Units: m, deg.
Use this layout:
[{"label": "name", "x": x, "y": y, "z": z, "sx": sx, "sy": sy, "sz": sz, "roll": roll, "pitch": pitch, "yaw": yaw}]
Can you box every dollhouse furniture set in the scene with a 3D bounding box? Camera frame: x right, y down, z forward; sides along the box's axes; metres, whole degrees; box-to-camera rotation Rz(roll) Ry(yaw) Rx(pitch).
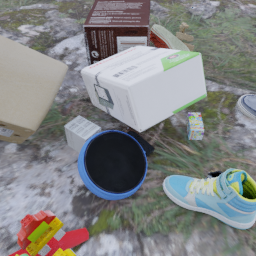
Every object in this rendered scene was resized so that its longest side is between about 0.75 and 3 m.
[{"label": "dollhouse furniture set", "x": 2.546, "y": -3.858, "z": 12.039, "sx": 0.872, "sy": 1.018, "sz": 1.071, "roll": 19, "pitch": 32, "yaw": 12}]

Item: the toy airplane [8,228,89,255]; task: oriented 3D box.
[{"label": "toy airplane", "x": -1.681, "y": 2.695, "z": 5.538, "sx": 2.010, "sy": 0.370, "sz": 2.010, "roll": -1, "pitch": 44, "yaw": 1}]

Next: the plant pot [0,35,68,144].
[{"label": "plant pot", "x": -2.990, "y": -0.762, "z": 6.952, "sx": 2.076, "sy": 2.074, "sz": 1.838, "roll": 21, "pitch": 62, "yaw": -30}]

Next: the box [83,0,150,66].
[{"label": "box", "x": -0.264, "y": -3.320, "z": 10.451, "sx": 2.163, "sy": 2.185, "sz": 2.634, "roll": 1, "pitch": 43, "yaw": 4}]

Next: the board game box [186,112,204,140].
[{"label": "board game box", "x": 1.997, "y": -0.059, "z": 8.375, "sx": 0.403, "sy": 0.410, "sz": 0.782, "roll": 2, "pitch": 44, "yaw": 3}]

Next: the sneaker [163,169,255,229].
[{"label": "sneaker", "x": 1.871, "y": 1.284, "z": 6.243, "sx": 2.185, "sy": 1.427, "sz": 0.869, "roll": 17, "pitch": 47, "yaw": 18}]

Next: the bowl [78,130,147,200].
[{"label": "bowl", "x": -0.337, "y": 0.857, "z": 6.869, "sx": 1.747, "sy": 0.343, "sz": 1.747, "roll": 8, "pitch": 65, "yaw": -18}]

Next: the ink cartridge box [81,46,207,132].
[{"label": "ink cartridge box", "x": 0.298, "y": -1.263, "z": 7.697, "sx": 2.141, "sy": 1.236, "sz": 2.943, "roll": -28, "pitch": 29, "yaw": -19}]

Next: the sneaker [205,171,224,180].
[{"label": "sneaker", "x": 2.342, "y": 1.269, "z": 6.876, "sx": 0.811, "sy": 0.568, "sz": 0.315, "roll": 8, "pitch": 44, "yaw": 8}]

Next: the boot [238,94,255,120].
[{"label": "boot", "x": 4.499, "y": -0.602, "z": 8.314, "sx": 2.388, "sy": 1.079, "sz": 0.869, "roll": 27, "pitch": 73, "yaw": 25}]

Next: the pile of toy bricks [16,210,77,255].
[{"label": "pile of toy bricks", "x": -1.973, "y": 2.632, "z": 4.506, "sx": 1.478, "sy": 1.315, "sz": 2.664, "roll": 26, "pitch": 61, "yaw": 38}]

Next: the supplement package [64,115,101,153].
[{"label": "supplement package", "x": -1.221, "y": 0.247, "z": 7.775, "sx": 0.829, "sy": 0.793, "sz": 0.610, "roll": 29, "pitch": 51, "yaw": 26}]

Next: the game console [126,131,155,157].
[{"label": "game console", "x": 0.051, "y": 0.593, "z": 7.859, "sx": 1.108, "sy": 0.172, "sz": 0.980, "roll": -34, "pitch": 55, "yaw": -30}]

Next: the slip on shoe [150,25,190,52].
[{"label": "slip on shoe", "x": 1.746, "y": -3.236, "z": 11.491, "sx": 0.937, "sy": 0.774, "sz": 2.528, "roll": -17, "pitch": 58, "yaw": -39}]
